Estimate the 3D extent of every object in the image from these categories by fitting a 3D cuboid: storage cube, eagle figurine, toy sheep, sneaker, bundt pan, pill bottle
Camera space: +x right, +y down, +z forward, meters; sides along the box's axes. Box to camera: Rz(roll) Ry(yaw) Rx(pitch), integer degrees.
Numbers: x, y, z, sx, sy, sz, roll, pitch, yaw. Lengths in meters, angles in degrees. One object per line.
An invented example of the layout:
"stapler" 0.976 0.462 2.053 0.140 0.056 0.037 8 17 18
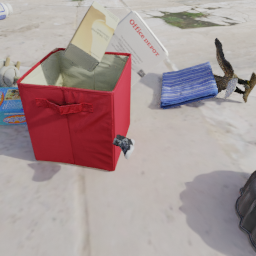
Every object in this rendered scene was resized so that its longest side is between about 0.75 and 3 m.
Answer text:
"storage cube" -1.212 -0.559 7.554 2.274 2.391 2.660 7 37 8
"eagle figurine" 3.535 -1.933 10.254 1.777 1.767 2.342 -46 63 -5
"toy sheep" -4.682 -2.019 10.582 1.916 1.321 1.321 15 37 34
"sneaker" -0.113 0.381 5.893 0.446 0.296 0.784 25 18 -3
"bundt pan" 3.769 1.614 5.648 2.897 1.087 2.897 0 35 0
"pill bottle" -8.918 -7.941 19.113 1.058 1.058 1.887 25 42 30

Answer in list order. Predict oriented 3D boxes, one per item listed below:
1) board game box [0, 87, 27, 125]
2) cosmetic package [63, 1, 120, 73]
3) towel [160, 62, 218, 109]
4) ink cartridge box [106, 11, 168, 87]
"board game box" -3.563 -0.803 9.471 2.276 0.512 1.731 -2 37 -7
"cosmetic package" -0.923 -2.383 7.285 0.884 0.597 1.681 29 59 -21
"towel" 2.178 -1.684 10.416 1.998 0.329 2.759 -12 32 17
"ink cartridge box" -0.125 -2.373 9.405 2.461 1.791 1.034 -37 10 19
